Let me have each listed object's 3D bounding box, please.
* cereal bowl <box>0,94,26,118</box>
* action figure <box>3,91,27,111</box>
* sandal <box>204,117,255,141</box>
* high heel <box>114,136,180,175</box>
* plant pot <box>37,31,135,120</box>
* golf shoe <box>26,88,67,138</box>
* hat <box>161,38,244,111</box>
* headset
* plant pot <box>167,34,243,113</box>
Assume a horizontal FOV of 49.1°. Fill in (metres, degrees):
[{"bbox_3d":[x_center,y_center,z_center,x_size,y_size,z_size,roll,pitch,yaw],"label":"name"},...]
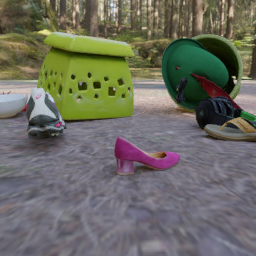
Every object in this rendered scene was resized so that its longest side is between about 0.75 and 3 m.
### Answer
[{"bbox_3d":[-3.901,-0.668,8.783,1.390,0.579,1.390,-3,16,1],"label":"cereal bowl"},{"bbox_3d":[-4.521,-0.884,9.883,2.843,0.735,0.930,-1,14,7],"label":"action figure"},{"bbox_3d":[2.498,0.015,5.881,1.719,0.464,0.690,6,13,27],"label":"sandal"},{"bbox_3d":[0.313,0.336,4.143,1.117,0.536,0.376,-5,13,-22],"label":"high heel"},{"bbox_3d":[-1.314,-1.716,8.825,2.495,2.264,2.483,-4,21,-35],"label":"plant pot"},{"bbox_3d":[-1.672,-0.295,5.718,0.772,0.881,2.000,-9,3,-17],"label":"golf shoe"},{"bbox_3d":[2.699,-1.751,8.432,2.323,2.805,2.469,-40,13,-21],"label":"hat"},{"bbox_3d":[2.250,-0.558,7.166,2.265,1.064,1.398,22,21,33],"label":"headset"},{"bbox_3d":[3.153,-1.798,10.603,2.684,2.684,2.549,7,2,32],"label":"plant pot"}]
